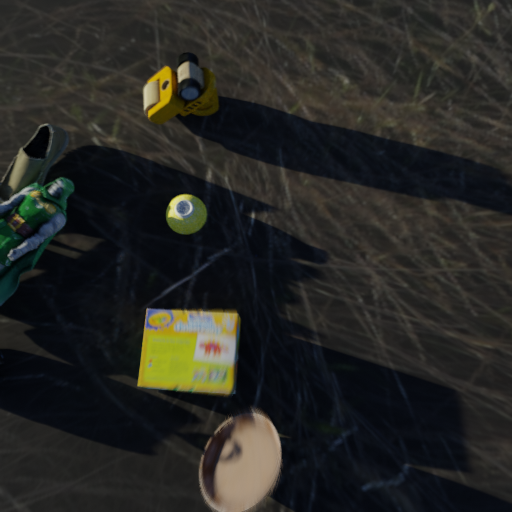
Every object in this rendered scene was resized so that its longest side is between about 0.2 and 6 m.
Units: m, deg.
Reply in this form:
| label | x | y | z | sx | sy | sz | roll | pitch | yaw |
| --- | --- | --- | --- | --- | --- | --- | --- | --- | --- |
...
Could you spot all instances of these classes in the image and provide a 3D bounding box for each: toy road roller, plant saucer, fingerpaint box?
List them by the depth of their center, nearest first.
| label | x | y | z | sx | sy | sz | roll | pitch | yaw |
| --- | --- | --- | --- | --- | --- | --- | --- | --- | --- |
| plant saucer | -0.219 | 3.392 | 9.169 | 1.596 | 0.275 | 1.596 | -23 | 44 | 25 |
| fingerpaint box | -1.137 | 1.678 | 9.833 | 1.630 | 0.598 | 1.360 | 2 | 74 | 3 |
| toy road roller | -1.415 | -3.165 | 11.126 | 1.484 | 1.083 | 0.912 | -23 | 59 | 31 |

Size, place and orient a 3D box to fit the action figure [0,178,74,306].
| label | x | y | z | sx | sy | sz | roll | pitch | yaw |
| --- | --- | --- | --- | --- | --- | --- | --- | --- | --- |
| action figure | -4.562 | -0.286 | 10.170 | 1.877 | 0.869 | 3.177 | 43 | 79 | 6 |

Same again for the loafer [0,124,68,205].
| label | x | y | z | sx | sy | sz | roll | pitch | yaw |
| --- | --- | --- | --- | --- | --- | --- | --- | --- | --- |
| loafer | -4.377 | -1.763 | 10.735 | 0.728 | 0.675 | 1.937 | 26 | 81 | 7 |

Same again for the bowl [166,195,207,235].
| label | x | y | z | sx | sy | sz | roll | pitch | yaw |
| --- | --- | --- | --- | --- | --- | --- | --- | --- | --- |
| bowl | -1.349 | -0.845 | 10.649 | 0.789 | 0.425 | 0.789 | 0 | 74 | 1 |

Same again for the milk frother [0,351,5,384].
| label | x | y | z | sx | sy | sz | roll | pitch | yaw |
| --- | --- | --- | --- | --- | --- | --- | --- | --- | --- |
| milk frother | -4.902 | 1.992 | 9.564 | 0.958 | 1.019 | 0.919 | -36 | 82 | -9 |
